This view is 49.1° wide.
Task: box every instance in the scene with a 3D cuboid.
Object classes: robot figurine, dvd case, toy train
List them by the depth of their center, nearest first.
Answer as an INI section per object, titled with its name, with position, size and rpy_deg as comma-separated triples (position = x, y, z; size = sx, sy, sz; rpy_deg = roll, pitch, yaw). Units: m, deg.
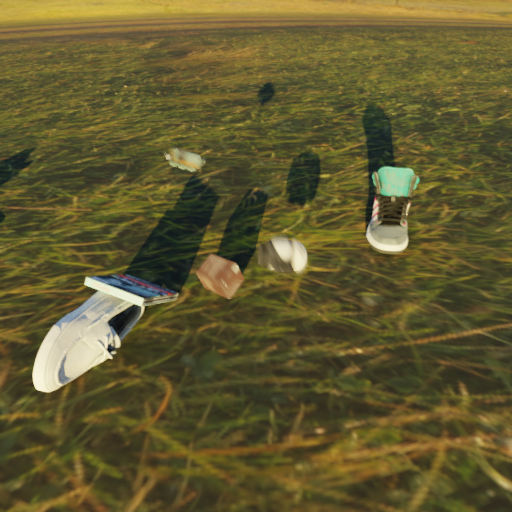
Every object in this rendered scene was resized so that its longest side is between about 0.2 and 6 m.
[dvd case]
position = -2.141, 0.582, 9.822
size = 1.101, 0.166, 1.509
rpy_deg = 19, 3, 12
[robot figurine]
position = 0.474, -0.010, 10.147
size = 0.876, 0.658, 0.546
rpy_deg = 3, -8, 0
[toy train]
position = -1.452, -1.989, 11.596
size = 0.781, 0.333, 0.445
rpy_deg = 11, -15, -34

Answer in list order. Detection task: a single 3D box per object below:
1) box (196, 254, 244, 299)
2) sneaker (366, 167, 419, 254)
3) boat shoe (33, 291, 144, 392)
[box]
position = -0.677, 0.381, 10.510
size = 0.629, 0.516, 0.522
rpy_deg = 22, 62, 32
[sneaker]
position = 3.027, -1.180, 12.357
size = 1.035, 1.495, 2.475
rpy_deg = 6, 31, 9
[boat shoe]
position = -2.547, 1.317, 8.885
size = 0.823, 0.865, 2.403
rpy_deg = 7, 21, 14
